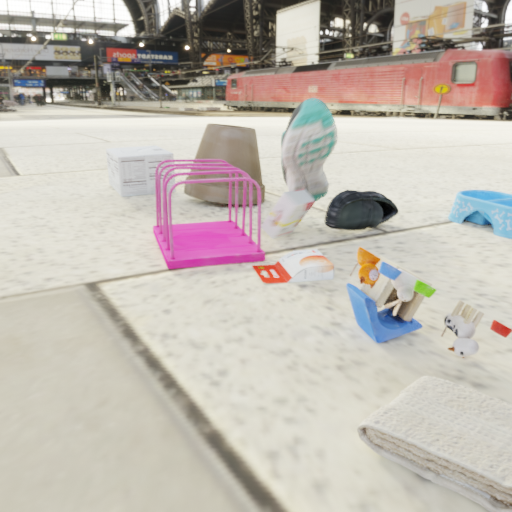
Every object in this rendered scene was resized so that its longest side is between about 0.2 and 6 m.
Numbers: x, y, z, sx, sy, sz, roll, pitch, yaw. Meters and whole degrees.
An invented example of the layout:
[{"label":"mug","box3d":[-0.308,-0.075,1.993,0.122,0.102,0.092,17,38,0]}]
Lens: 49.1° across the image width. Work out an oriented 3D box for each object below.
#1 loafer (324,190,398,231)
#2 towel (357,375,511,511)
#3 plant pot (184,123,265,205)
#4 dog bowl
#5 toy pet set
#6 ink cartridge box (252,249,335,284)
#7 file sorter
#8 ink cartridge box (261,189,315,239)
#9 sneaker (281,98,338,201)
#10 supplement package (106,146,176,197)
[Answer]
[{"label":"loafer","box3d":[2.209,-0.932,11.555,0.820,0.793,2.336,24,24,32]},{"label":"towel","box3d":[1.935,1.559,4.617,1.852,0.319,1.227,15,21,41]},{"label":"plant pot","box3d":[-0.740,-2.405,14.350,2.109,1.830,2.109,6,14,-1]},{"label":"dog bowl","box3d":[5.284,-0.927,12.002,1.401,0.623,2.513,-7,19,-23]},{"label":"toy pet set","box3d":[1.590,0.637,6.352,1.753,0.931,1.637,26,8,-18]},{"label":"ink cartridge box","box3d":[0.581,0.153,9.126,1.160,0.291,0.941,-1,17,-12]},{"label":"file sorter","box3d":[-0.974,-0.902,10.393,1.694,1.529,2.438,-4,18,-15]},{"label":"ink cartridge box","box3d":[0.629,-0.822,11.043,0.683,0.940,0.392,-18,61,-48]},{"label":"sneaker","box3d":[0.888,-2.289,11.517,1.144,2.950,1.346,-14,64,-8]},{"label":"supplement package","box3d":[-3.319,-2.462,16.034,1.555,1.107,1.996,-8,20,-22]}]
